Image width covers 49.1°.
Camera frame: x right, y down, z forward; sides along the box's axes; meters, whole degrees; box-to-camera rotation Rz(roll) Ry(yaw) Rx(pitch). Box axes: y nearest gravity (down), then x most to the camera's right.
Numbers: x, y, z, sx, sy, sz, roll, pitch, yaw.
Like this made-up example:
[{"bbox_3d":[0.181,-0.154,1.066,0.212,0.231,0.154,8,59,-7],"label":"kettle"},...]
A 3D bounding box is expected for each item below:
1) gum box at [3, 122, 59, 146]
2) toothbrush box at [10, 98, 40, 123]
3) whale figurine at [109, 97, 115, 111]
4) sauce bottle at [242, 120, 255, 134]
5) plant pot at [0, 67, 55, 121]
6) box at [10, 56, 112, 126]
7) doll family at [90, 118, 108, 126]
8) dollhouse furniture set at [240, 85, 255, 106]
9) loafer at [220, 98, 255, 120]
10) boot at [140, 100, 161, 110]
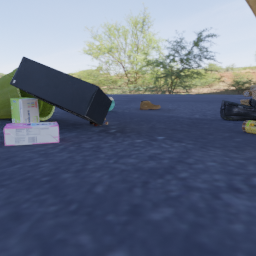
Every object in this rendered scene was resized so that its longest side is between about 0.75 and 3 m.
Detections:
[{"bbox_3d":[-2.238,0.115,6.460,1.220,0.404,0.692,-3,10,-18],"label":"gum box"},{"bbox_3d":[-3.320,-0.506,8.994,0.529,0.895,1.230,-8,11,-35],"label":"toothbrush box"},{"bbox_3d":[-1.271,-1.126,14.666,1.316,0.683,1.047,-23,-2,37],"label":"whale figurine"},{"bbox_3d":[3.598,0.008,7.407,0.355,0.355,1.096,-7,10,-38],"label":"sauce bottle"},{"bbox_3d":[-4.377,-1.225,10.857,2.184,2.300,2.300,-11,5,19],"label":"plant pot"},{"bbox_3d":[-1.873,-1.027,8.287,2.429,0.958,1.714,23,-2,12],"label":"box"},{"bbox_3d":[-1.094,-0.258,9.331,0.545,0.370,0.942,-10,7,-31],"label":"doll family"},{"bbox_3d":[6.033,-1.364,13.950,1.241,1.448,1.523,1,22,38],"label":"dollhouse furniture set"},{"bbox_3d":[4.712,-0.701,10.505,2.397,0.842,0.814,2,9,12],"label":"loafer"},{"bbox_3d":[1.278,-1.284,15.663,1.355,0.511,0.499,-4,7,-30],"label":"boot"}]
